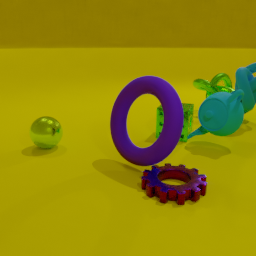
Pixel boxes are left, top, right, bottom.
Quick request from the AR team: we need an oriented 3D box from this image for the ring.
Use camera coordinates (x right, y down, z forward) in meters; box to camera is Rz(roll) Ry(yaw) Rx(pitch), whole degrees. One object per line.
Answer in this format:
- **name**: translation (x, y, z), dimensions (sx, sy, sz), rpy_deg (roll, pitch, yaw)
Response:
- **ring**: translation (0.286, -0.133, 5.163), dimensions (0.334, 1.669, 1.669), rpy_deg (7, 8, -46)

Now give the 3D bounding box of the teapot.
- **teapot**: translation (1.988, -0.271, 6.318), dimensions (0.798, 1.629, 1.013), rpy_deg (-4, 54, -43)

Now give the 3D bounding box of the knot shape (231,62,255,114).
- **knot shape**: translation (3.451, -1.210, 8.052), dimensions (0.854, 1.730, 1.849), rpy_deg (30, -13, 19)

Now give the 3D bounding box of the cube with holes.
- **cube with holes**: translation (1.192, -0.182, 7.085), dimensions (0.781, 0.781, 0.781), rpy_deg (7, 19, 20)

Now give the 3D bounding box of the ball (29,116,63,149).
- **ball**: translation (-1.829, 0.097, 6.278), dimensions (0.726, 0.726, 0.726), rpy_deg (0, 17, 0)

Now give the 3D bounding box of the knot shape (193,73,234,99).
- **knot shape**: translation (2.893, -1.252, 9.348), dimensions (1.542, 0.762, 1.648), rpy_deg (23, 46, -2)

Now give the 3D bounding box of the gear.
- **gear**: translation (0.757, 0.895, 4.645), dimensions (1.057, 0.195, 1.057), rpy_deg (0, 17, 0)
